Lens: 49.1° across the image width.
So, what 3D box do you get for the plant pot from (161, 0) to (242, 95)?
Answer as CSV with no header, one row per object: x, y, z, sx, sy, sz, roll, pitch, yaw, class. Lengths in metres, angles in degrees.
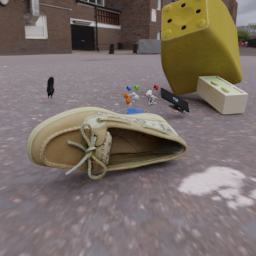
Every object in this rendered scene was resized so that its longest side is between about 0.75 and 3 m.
2.643,-3.442,11.010,2.856,2.875,2.941,-9,-28,27,plant pot

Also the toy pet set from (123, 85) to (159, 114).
0.163,-0.682,7.845,0.649,1.140,1.222,3,1,-45,toy pet set

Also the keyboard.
1.403,-0.773,8.600,1.138,0.226,0.592,25,45,-25,keyboard

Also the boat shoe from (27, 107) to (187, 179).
-0.221,0.243,4.824,2.844,1.042,0.891,-7,29,-32,boat shoe

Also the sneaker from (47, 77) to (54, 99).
-2.959,-1.535,10.749,0.239,0.795,0.415,9,-8,2,sneaker

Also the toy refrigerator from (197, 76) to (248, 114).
3.217,-1.239,9.795,0.803,0.740,2.114,-4,27,-9,toy refrigerator
